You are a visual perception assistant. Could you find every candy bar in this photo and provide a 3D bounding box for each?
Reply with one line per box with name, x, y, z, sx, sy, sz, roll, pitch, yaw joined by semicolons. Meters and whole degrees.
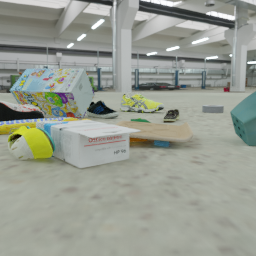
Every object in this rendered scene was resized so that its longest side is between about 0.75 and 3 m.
candy bar;-2.163;-0.078;6.914;2.565;0.284;0.640;-5;9;-33

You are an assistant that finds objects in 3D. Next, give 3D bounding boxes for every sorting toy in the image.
sorting toy;0.461;0.053;5.871;1.597;0.318;2.161;1;9;7

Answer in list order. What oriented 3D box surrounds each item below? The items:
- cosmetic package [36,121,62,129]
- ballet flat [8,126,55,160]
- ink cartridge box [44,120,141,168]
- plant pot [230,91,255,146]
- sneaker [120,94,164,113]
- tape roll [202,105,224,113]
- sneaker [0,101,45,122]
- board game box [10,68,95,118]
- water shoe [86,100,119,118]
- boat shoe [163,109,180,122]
cosmetic package;-1.340;0.087;5.344;0.819;0.416;0.303;4;10;20
ballet flat;-1.562;0.260;4.322;0.503;0.501;1.501;-29;19;-26
ink cartridge box;-0.568;0.213;4.181;0.852;0.498;1.469;-7;11;-37
plant pot;2.610;-0.231;5.189;1.204;0.851;0.851;-23;27;4
sneaker;0.535;-1.038;11.641;2.005;0.766;0.756;5;8;27
tape roll;3.529;-0.796;11.644;0.857;0.283;0.857;1;9;0
sneaker;-3.185;-0.440;7.799;1.660;0.554;0.890;11;8;-20
board game box;-2.375;-1.128;8.995;2.175;1.120;1.140;5;50;19
water shoe;-0.936;-0.664;9.739;1.480;0.584;0.529;7;11;38
boat shoe;1.352;-0.402;8.759;0.404;0.358;1.104;3;9;21
